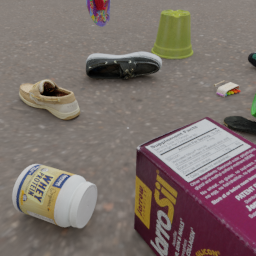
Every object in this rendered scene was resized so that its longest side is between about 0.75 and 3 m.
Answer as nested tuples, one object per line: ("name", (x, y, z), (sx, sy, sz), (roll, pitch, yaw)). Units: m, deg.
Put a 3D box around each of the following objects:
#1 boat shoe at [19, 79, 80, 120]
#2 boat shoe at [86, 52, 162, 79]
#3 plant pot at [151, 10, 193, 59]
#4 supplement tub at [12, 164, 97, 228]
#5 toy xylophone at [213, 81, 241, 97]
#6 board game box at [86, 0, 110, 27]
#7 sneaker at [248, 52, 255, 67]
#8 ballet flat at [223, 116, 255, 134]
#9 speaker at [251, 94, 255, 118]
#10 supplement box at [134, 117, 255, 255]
("boat shoe", (-2.391, -1.039, 8.362), (2.420, 0.837, 0.892), (21, 39, 28))
("boat shoe", (-0.170, -2.126, 10.061), (2.763, 0.948, 0.782), (1, 53, 4))
("plant pot", (2.002, -4.140, 12.187), (1.879, 1.727, 1.879), (1, 34, 0))
("supplement tub", (-1.268, 1.204, 4.966), (1.254, 0.906, 0.906), (12, 36, 17))
("toy xylophone", (3.278, -1.321, 9.332), (0.913, 0.229, 0.668), (-18, 38, -25))
("board game box", (-0.590, -3.584, 7.254), (0.349, 1.790, 1.414), (6, 10, 19))
("sneaker", (5.458, -2.725, 11.210), (1.700, 0.632, 0.744), (5, 22, -12))
("ballet flat", (3.175, -0.014, 7.406), (1.314, 0.373, 0.437), (18, 66, 32))
("speaker", (4.540, -0.391, 6.909), (2.613, 1.156, 1.156), (17, 37, 10))
("supplement box", (1.486, 1.431, 3.743), (1.497, 1.899, 2.902), (-21, 38, -27))
